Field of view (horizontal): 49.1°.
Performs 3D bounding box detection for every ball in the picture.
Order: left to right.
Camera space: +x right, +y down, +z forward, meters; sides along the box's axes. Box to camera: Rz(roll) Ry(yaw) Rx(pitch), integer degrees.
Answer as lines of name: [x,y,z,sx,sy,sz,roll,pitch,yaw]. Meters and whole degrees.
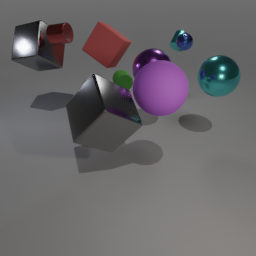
ball: [0.855,-2.080,9.883,1.400,1.400,1.400,0,30,0]
ball: [0.819,-1.001,7.113,1.400,1.400,1.400,0,30,0]
ball: [2.338,-3.560,11.576,0.700,0.700,0.700,0,30,0]
ball: [3.073,-1.752,9.512,1.400,1.400,1.400,0,30,0]

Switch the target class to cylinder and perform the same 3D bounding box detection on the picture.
cylinder: [-2.416,-3.346,9.961,0.700,0.700,0.700,1,29,21]
cylinder: [-0.221,-1.945,11.437,0.700,0.700,0.700,-8,30,-13]
cylinder: [2.373,-4.010,12.888,0.700,0.700,0.700,22,80,33]

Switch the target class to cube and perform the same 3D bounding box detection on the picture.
cube: [-3.485,-3.161,11.007,1.400,1.400,1.400,0,-8,29]
cube: [-0.695,-0.365,7.832,1.400,1.400,1.400,19,40,-41]
cube: [-0.904,-3.627,12.333,1.400,1.400,1.400,37,19,1]
